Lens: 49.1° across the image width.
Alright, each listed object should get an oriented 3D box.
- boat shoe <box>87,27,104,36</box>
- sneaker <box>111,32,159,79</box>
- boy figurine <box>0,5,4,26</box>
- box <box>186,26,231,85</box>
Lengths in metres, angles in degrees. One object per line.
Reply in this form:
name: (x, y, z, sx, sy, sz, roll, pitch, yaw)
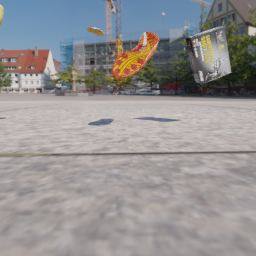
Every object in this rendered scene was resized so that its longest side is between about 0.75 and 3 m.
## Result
boat shoe: (-1.501, -4.537, 13.098, 0.842, 0.298, 0.292, 20, 23, -9)
sneaker: (0.253, -1.919, 7.932, 0.734, 0.776, 2.011, 37, 59, 10)
boy figurine: (-4.356, -2.657, 7.396, 2.366, 1.471, 0.762, -52, 1, -31)
box: (2.520, -2.244, 8.716, 1.171, 1.479, 0.357, -21, 21, -10)
